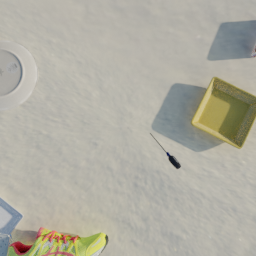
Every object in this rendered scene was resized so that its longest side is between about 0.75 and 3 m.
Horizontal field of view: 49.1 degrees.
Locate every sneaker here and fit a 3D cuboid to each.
[{"bbox_3d":[-1.942,3.227,7.497,2.852,1.115,1.288,-18,81,-2],"label":"sneaker"}]

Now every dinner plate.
[{"bbox_3d":[-3.882,-1.636,8.518,2.262,0.274,2.262,0,83,-2],"label":"dinner plate"}]

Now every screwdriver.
[{"bbox_3d":[0.859,0.497,6.508,0.162,0.156,1.117,-23,60,-20],"label":"screwdriver"}]

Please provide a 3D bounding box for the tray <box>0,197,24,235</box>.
[{"bbox_3d":[-4.007,2.341,8.042,1.925,0.213,1.034,37,85,4],"label":"tray"}]

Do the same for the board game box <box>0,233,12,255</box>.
[{"bbox_3d":[-4.134,3.680,7.764,1.683,0.218,1.683,6,84,8],"label":"board game box"}]

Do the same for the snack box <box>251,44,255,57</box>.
[{"bbox_3d":[4.143,-2.837,8.538,0.161,0.477,1.328,23,84,2],"label":"snack box"}]

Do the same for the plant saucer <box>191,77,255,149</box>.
[{"bbox_3d":[2.871,-0.439,8.290,1.643,0.398,1.644,27,84,2],"label":"plant saucer"}]
